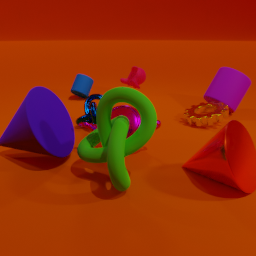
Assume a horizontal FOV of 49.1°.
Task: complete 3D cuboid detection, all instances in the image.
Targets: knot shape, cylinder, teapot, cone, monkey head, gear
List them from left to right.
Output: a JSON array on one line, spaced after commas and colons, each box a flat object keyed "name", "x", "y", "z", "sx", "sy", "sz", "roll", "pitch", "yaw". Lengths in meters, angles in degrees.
[{"name": "cone", "x": -2.397, "y": 0.127, "z": 6.447, "sx": 1.670, "sy": 1.663, "sz": 1.663, "roll": -20, "pitch": 14, "yaw": 17}, {"name": "cylinder", "x": -1.995, "y": -1.818, "z": 12.191, "sx": 0.802, "sy": 0.802, "sz": 0.802, "roll": 18, "pitch": -12, "yaw": 4}, {"name": "knot shape", "x": -1.066, "y": -0.557, "z": 8.555, "sx": 0.555, "sy": 1.124, "sz": 1.202, "roll": 31, "pitch": -21, "yaw": -24}, {"name": "knot shape", "x": -0.191, "y": 0.086, "z": 5.347, "sx": 0.873, "sy": 1.767, "sz": 1.888, "roll": 16, "pitch": 20, "yaw": -33}, {"name": "teapot", "x": -0.172, "y": -0.031, "z": 6.789, "sx": 1.948, "sy": 1.211, "sz": 0.954, "roll": -3, "pitch": -23, "yaw": 9}, {"name": "monkey head", "x": 0.236, "y": -2.167, "z": 11.848, "sx": 1.014, "sy": 0.849, "sz": 1.409, "roll": 16, "pitch": -1, "yaw": 14}, {"name": "gear", "x": 2.498, "y": -0.476, "z": 8.971, "sx": 1.365, "sy": 0.252, "sz": 1.365, "roll": -13, "pitch": 23, "yaw": 5}, {"name": "cone", "x": 1.673, "y": 0.678, "z": 5.691, "sx": 1.387, "sy": 1.381, "sz": 1.381, "roll": -19, "pitch": 3, "yaw": 42}, {"name": "cylinder", "x": 3.520, "y": -1.342, "z": 9.981, "sx": 1.216, "sy": 1.216, "sz": 1.216, "roll": 30, "pitch": 1, "yaw": -1}]
